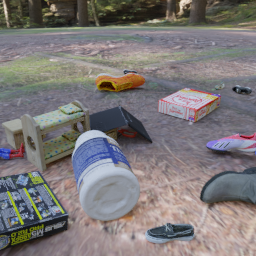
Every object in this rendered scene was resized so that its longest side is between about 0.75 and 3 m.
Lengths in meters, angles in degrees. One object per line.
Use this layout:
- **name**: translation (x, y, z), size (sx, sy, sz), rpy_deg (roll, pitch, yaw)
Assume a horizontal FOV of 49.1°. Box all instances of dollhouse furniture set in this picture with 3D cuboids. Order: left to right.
- **dollhouse furniture set**: translation (-2.335, -0.292, 9.550), size (2.953, 1.642, 2.612), rpy_deg (-23, 34, -39)

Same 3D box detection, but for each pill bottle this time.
- **pill bottle**: translation (-0.683, 1.017, 7.108), size (1.366, 1.366, 2.462), rpy_deg (-7, 26, -15)

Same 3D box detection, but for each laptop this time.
- **laptop**: translation (-0.323, -0.006, 10.215), size (1.886, 1.093, 1.766), rpy_deg (37, 13, -24)

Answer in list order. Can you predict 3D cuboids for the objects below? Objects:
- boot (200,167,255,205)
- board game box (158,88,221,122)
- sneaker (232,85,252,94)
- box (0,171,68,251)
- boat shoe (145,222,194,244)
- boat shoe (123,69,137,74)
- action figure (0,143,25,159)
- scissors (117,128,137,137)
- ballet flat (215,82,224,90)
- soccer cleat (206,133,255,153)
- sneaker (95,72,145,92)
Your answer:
- **boot**: translation (2.912, 1.615, 6.658), size (2.096, 0.710, 1.369), rpy_deg (-10, 29, -20)
- **board game box**: translation (2.768, -1.089, 12.498), size (1.838, 0.562, 2.427), rpy_deg (19, 31, 34)
- **sneaker**: translation (5.906, -1.956, 14.620), size (0.501, 0.368, 1.108), rpy_deg (-16, 26, -24)
- **box**: translation (-2.495, 1.750, 6.345), size (1.622, 0.448, 2.025), rpy_deg (-6, 25, -35)
- **boat shoe**: translation (0.879, 2.148, 5.884), size (1.043, 0.370, 0.376), rpy_deg (-2, 25, -5)
- **boat shoe**: translation (0.150, -3.558, 18.061), size (0.960, 0.355, 0.290), rpy_deg (5, 64, -28)
- **action figure**: translation (-4.297, 0.782, 8.714), size (1.963, 0.507, 0.642), rpy_deg (-9, 29, -13)
- **scissors**: translation (-0.362, 0.074, 10.580), size (1.534, 0.107, 0.561), rpy_deg (14, 30, 24)
- **ballet flat**: translation (5.127, -2.296, 15.473), size (0.332, 0.299, 0.881), rpy_deg (41, 48, 23)
- **soccer cleat**: translation (3.273, 0.433, 8.831), size (1.571, 0.575, 0.536), rpy_deg (-1, 22, 21)
- **sneaker**: translation (-0.387, -2.340, 15.066), size (2.693, 0.983, 1.039), rpy_deg (-5, 50, -6)
